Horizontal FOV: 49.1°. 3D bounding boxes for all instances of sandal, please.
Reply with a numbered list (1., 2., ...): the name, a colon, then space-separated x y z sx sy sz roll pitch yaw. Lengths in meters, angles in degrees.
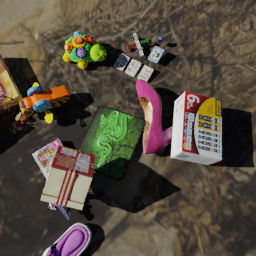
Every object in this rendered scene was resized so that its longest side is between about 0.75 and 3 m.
1. sandal: -2.289 4.281 8.859 1.173 0.708 2.882 30 72 11

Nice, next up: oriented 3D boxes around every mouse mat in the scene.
1. mouse mat: -0.683 0.483 10.577 2.061 0.096 2.561 19 70 12

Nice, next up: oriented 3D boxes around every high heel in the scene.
1. high heel: 0.641 -0.461 10.573 1.379 0.968 2.875 -22 83 -19

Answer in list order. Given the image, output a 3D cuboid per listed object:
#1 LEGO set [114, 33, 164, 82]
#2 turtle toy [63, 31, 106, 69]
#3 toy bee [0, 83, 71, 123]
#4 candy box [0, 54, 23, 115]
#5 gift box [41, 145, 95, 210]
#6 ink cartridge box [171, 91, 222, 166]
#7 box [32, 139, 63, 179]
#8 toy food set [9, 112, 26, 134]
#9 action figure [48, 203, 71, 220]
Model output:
1. LEGO set: 0.595 -3.117 11.973 1.605 0.527 2.149 28 83 10
2. turtle toy: -1.773 -3.269 11.622 1.954 0.988 1.424 26 71 9
3. toy bee: -3.579 -0.978 10.728 2.571 1.398 1.683 5 60 -25
4. candy box: -5.406 -1.803 11.195 1.513 0.732 2.593 -28 74 -10
5. gift box: -1.834 1.605 9.065 1.503 1.629 1.521 19 113 -6
6. ink cartridge box: 2.719 0.066 10.126 2.023 0.966 2.304 12 69 -12
7. box: -2.595 1.334 10.207 1.108 0.317 1.619 -32 72 -12
8. toy food set: -4.216 -0.180 10.839 0.500 0.124 0.787 33 85 18
9. action figure: -2.126 2.483 9.658 1.257 0.680 1.299 -31 77 -3
